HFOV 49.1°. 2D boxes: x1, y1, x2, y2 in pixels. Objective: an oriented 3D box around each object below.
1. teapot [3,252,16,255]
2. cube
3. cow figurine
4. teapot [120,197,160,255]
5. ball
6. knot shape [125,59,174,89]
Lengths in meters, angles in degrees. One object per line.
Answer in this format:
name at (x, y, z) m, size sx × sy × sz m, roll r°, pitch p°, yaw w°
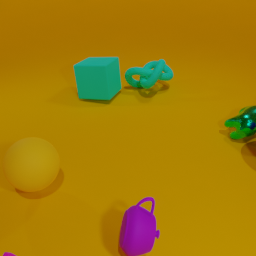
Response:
teapot at (-1.367, 1.736, 2.795) m, size 1.855 × 1.154 × 0.908 m, roll 34°, pitch 75°, yaw -5°
cube at (-0.949, -1.628, 9.088) m, size 1.111 × 1.111 × 1.111 m, roll 4°, pitch 28°, yaw 19°
cow figurine at (3.291, -0.274, 6.840) m, size 1.444 × 0.792 × 1.420 m, roll -28°, pitch 3°, yaw -27°
teapot at (0.179, 1.535, 4.065) m, size 0.551 × 1.124 × 0.699 m, roll 12°, pitch 5°, yaw -6°
ball at (-1.787, 0.675, 5.223) m, size 1.006 × 1.006 × 1.006 m, roll 0°, pitch 31°, yaw 0°
knot shape at (0.853, -1.868, 9.548) m, size 1.572 × 0.776 × 1.680 m, roll -26°, pitch 16°, yaw -35°
